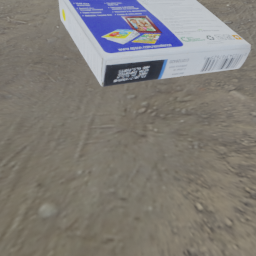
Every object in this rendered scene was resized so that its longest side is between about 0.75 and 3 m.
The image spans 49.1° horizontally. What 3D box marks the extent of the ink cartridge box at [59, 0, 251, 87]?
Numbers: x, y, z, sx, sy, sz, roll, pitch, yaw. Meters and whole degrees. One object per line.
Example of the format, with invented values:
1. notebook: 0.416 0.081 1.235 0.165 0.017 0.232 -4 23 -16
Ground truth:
1. ink cartridge box: 0.261 -1.797 4.733 2.541 0.604 2.571 -13 49 -23
